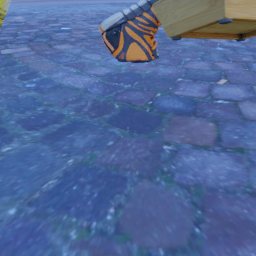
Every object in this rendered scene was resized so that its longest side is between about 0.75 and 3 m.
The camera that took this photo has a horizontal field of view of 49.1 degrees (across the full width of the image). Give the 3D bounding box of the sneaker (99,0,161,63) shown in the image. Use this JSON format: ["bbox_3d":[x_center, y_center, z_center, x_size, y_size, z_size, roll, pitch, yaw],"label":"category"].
[{"bbox_3d":[0.744,-2.805,7.940,2.873,1.610,1.114,-29,8,5],"label":"sneaker"}]

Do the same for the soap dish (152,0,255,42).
[{"bbox_3d":[2.402,-2.744,6.352,2.956,1.201,2.326,-7,8,-26],"label":"soap dish"}]

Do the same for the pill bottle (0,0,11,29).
[{"bbox_3d":[-3.907,-2.648,6.740,1.559,2.783,1.559,26,11,-5],"label":"pill bottle"}]
